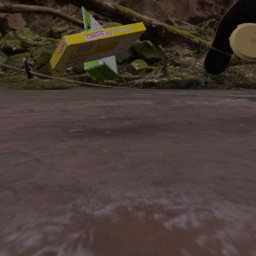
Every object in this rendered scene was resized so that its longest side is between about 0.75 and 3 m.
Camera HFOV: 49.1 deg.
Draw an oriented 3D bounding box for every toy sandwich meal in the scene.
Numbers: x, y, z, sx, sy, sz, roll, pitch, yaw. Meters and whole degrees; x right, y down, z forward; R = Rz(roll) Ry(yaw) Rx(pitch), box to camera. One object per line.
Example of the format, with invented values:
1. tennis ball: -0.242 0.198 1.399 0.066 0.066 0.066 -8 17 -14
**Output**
1. toy sandwich meal: 3.345 -2.309 7.716 1.303 1.303 0.446 0 -18 0

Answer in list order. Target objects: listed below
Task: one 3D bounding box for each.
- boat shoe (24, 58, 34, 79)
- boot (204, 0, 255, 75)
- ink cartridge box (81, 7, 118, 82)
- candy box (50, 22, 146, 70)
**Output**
1. boat shoe: -3.316 -1.980 9.332 0.238 0.758 0.275 -8 41 -13
2. boot: 3.436 -3.224 9.094 1.082 2.897 1.404 31 38 2
3. ink cartridge box: -1.223 -2.783 9.613 0.823 1.605 2.172 -15 -19 20
4. candy box: -0.789 -2.267 7.706 2.542 0.336 1.299 -24 -1 -35
